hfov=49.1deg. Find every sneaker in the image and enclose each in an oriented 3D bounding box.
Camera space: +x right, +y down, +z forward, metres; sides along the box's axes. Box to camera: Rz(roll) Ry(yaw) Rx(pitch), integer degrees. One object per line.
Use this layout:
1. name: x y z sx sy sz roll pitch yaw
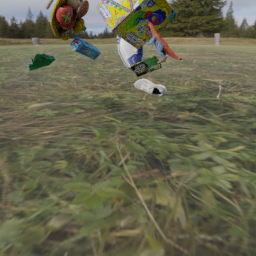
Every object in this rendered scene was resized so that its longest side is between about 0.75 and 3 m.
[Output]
1. sneaker: 0.337 -3.645 11.287 1.453 2.516 1.016 -21 -13 26
2. sneaker: 0.643 -1.199 8.391 1.000 0.379 0.460 15 24 12

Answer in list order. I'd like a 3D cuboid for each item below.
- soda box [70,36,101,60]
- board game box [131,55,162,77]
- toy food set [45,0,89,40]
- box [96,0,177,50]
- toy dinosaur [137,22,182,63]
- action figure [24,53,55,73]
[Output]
1. soda box: -1.403 -2.656 9.390 0.366 0.346 1.080 55 21 21
2. board game box: 0.650 -2.190 9.975 1.014 0.532 0.119 -15 41 30
3. toy food set: -1.632 -3.355 8.368 0.750 1.350 2.295 32 -7 0
4. box: 0.282 -3.325 7.953 1.570 0.994 1.630 -36 -19 22
5. toy dinosaur: 0.750 -1.987 6.465 1.030 0.934 0.541 -2 15 26
6. action figure: -3.023 -2.373 9.864 0.387 0.836 1.415 49 27 2
